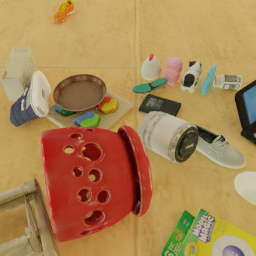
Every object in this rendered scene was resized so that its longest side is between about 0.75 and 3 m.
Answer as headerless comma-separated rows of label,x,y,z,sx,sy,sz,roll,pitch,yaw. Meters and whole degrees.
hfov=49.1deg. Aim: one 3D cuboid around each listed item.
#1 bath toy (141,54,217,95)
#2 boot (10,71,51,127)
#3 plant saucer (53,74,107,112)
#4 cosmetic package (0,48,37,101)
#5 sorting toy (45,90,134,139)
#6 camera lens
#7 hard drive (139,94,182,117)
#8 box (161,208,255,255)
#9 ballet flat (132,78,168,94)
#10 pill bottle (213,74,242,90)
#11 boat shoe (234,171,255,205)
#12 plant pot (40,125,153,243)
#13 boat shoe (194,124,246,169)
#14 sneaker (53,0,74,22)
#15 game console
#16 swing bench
bath toy,1.874,-2.215,10.715,2.820,1.042,1.226,16,48,16
boot,-3.435,-1.093,9.766,1.164,0.937,2.576,-25,35,5
plant saucer,-1.636,-1.169,9.640,1.843,0.317,1.843,-1,50,1
cosmetic package,-4.075,-2.052,10.555,0.717,1.061,2.017,-3,45,-1
sorting toy,-1.373,-0.716,9.670,2.289,0.451,2.473,31,53,26
camera lens,1.181,0.245,8.106,1.191,1.191,1.489,-36,43,-29
hard drive,1.138,-0.731,9.847,1.287,0.212,0.898,19,49,17
box,2.122,2.856,6.147,2.513,0.608,1.474,23,50,23
ballet flat,0.835,-1.466,10.417,1.391,0.443,0.469,-20,58,-10
pill bottle,3.766,-1.749,10.605,0.949,0.537,0.537,5,46,4
boat shoe,4.162,1.545,7.186,2.721,0.980,0.932,7,29,17
plant pot,-0.738,1.129,6.512,2.271,2.494,2.494,-9,47,-13
boat shoe,2.585,0.499,8.300,1.972,0.702,0.688,29,51,21
sneaker,-3.448,-6.183,14.736,0.710,0.750,1.945,11,49,9
game console,4.707,-0.534,8.876,2.316,1.348,2.037,-30,53,-25
swing bench,-2.866,2.381,5.934,2.400,1.565,2.413,-20,50,-17
